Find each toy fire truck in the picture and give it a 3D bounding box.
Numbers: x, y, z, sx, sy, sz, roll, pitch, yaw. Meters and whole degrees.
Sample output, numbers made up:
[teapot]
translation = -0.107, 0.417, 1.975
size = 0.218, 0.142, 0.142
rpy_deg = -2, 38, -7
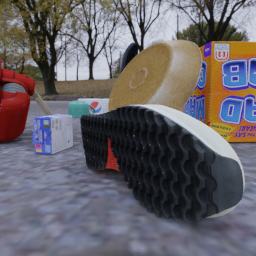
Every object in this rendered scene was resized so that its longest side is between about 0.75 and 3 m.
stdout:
[toy fire truck]
translation = -2.770, -0.529, 6.880
size = 2.778, 1.787, 2.445
rpy_deg = 6, 33, -27

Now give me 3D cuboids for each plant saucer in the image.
[plant saucer]
translation = 0.323, -0.839, 5.431
size = 0.419, 2.369, 2.369
rpy_deg = 34, -12, -30

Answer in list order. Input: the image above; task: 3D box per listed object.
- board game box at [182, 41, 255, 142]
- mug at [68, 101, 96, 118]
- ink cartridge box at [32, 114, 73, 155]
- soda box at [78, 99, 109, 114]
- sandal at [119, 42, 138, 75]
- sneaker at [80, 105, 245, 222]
[board game box]
translation = 2.724, -0.884, 7.100
size = 2.177, 2.177, 2.179
rpy_deg = -1, 7, -5
[mug]
translation = -2.294, -0.925, 13.520
size = 1.012, 0.761, 1.231
rpy_deg = 5, 8, 36
[ink cartridge box]
translation = -1.416, 0.104, 5.251
size = 0.374, 0.669, 0.981
rpy_deg = 2, 7, 14
[soda box]
translation = -1.344, -1.108, 14.697
size = 2.489, 0.848, 0.792
rpy_deg = -1, 7, -14
[sandal]
translation = 0.030, -1.688, 8.615
size = 0.389, 1.819, 0.692
rpy_deg = 20, 8, 22
[sneaker]
translation = 0.416, 0.161, 3.337
size = 1.317, 0.992, 2.818
rpy_deg = -10, 8, -27
